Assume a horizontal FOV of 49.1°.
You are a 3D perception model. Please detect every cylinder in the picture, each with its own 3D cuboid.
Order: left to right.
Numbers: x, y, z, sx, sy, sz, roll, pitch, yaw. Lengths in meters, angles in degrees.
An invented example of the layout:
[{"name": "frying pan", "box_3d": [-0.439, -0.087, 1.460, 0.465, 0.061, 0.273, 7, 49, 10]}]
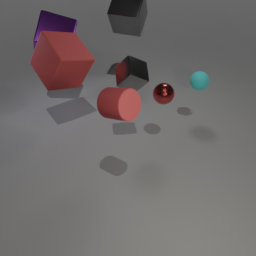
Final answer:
[{"name": "cylinder", "box_3d": [-0.195, -0.523, 6.076, 0.700, 0.700, 0.700, 11, 33, 43]}]

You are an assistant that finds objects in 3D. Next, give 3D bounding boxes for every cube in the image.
[{"name": "cube", "box_3d": [-2.889, -3.516, 11.142, 1.400, 1.400, 1.400, 11, 73, -14]}, {"name": "cube", "box_3d": [-2.274, -2.306, 9.652, 1.400, 1.400, 1.400, -16, 63, -46]}, {"name": "cube", "box_3d": [0.018, -5.250, 12.799, 1.400, 1.400, 1.400, 13, 75, 12]}, {"name": "cube", "box_3d": [0.114, -1.582, 8.251, 0.700, 0.700, 0.700, 12, 61, -35]}]

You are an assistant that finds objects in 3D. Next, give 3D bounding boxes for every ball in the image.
[{"name": "ball", "box_3d": [1.155, -1.111, 9.084, 0.700, 0.700, 0.700, 0, 34, 0]}, {"name": "ball", "box_3d": [2.660, -1.747, 10.418, 0.700, 0.700, 0.700, 0, 34, 0]}]
